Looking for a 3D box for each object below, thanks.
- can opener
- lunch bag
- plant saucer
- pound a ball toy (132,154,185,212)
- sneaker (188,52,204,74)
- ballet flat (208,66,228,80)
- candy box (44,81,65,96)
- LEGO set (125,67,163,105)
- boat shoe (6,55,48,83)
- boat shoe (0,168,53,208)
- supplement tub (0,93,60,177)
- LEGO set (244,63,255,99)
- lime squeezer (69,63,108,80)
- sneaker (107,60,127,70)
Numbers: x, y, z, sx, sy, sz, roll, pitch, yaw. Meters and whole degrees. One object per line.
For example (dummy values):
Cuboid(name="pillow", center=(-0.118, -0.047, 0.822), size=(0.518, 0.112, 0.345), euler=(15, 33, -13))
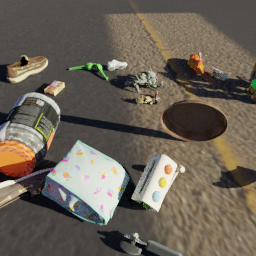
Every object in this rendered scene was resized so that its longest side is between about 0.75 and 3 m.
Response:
Cuboid(name="can opener", center=(0.537, 2.882, 6.630), size=(1.440, 0.379, 0.479), euler=(13, 75, 18))
Cuboid(name="lunch bag", center=(-1.047, 1.513, 7.592), size=(1.913, 1.166, 1.629), euler=(31, 43, 2))
Cuboid(name="plant saucer", center=(2.097, -0.277, 9.005), size=(2.134, 2.134, 0.390), euler=(8, 56, 10))
Cuboid(name="pound a ball toy", center=(0.978, 1.490, 7.702), size=(0.701, 1.076, 1.650), euler=(-12, 43, 55))
Cuboid(name="sneaker", center=(3.435, -3.198, 14.200), size=(0.767, 0.726, 1.990), euler=(-11, 30, 17))
Cuboid(name="ballet flat", center=(4.299, -2.647, 13.614), size=(0.427, 0.427, 1.189), euler=(-26, 45, -30))
Cuboid(name="candy box", center=(-3.297, -1.790, 12.605), size=(0.510, 0.247, 0.874), euler=(13, 41, 15))
Cuboid(name="LEGO set", center=(0.841, -2.024, 12.495), size=(1.708, 0.745, 2.630), euler=(-11, 39, -14))
Cuboid(name="boat shoe", center=(-4.895, -3.122, 13.740), size=(0.930, 0.932, 2.519), euler=(16, 41, 19))
Cuboid(name="boat shoe", center=(-2.833, 1.661, 7.870), size=(2.051, 0.737, 0.610), euler=(-17, 75, -31))
Cuboid(name="supplement tub", center=(-3.243, 0.170, 9.000), size=(1.611, 1.611, 2.631), euler=(2, 38, 2))
Cuboid(name="LEGO set", center=(6.439, -1.821, 11.989), size=(2.973, 1.722, 2.286), euler=(3, 68, 10))
Cuboid(name="lime squeezer", center=(-1.818, -2.910, 14.036), size=(2.235, 0.422, 0.789), euler=(18, 73, 20))
Cuboid(name="sneaker", center=(-0.564, -3.267, 14.213), size=(1.036, 0.404, 0.515), euler=(-9, 69, -17))
